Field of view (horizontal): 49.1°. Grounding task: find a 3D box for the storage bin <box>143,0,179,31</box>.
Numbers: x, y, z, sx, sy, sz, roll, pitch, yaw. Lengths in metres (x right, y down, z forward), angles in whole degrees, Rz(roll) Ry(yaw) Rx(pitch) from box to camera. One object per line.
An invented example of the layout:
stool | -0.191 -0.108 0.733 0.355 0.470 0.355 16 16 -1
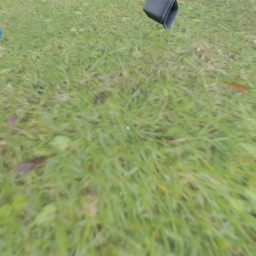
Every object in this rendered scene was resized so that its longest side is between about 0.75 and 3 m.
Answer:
storage bin | 0.785 -2.845 6.686 0.647 0.701 0.963 28 14 9

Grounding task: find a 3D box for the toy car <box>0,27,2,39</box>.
toy car | -3.762 -1.562 5.130 2.321 2.518 2.228 39 76 -9
